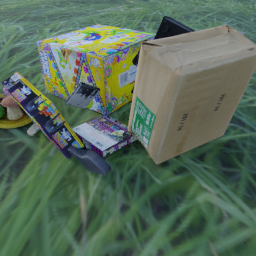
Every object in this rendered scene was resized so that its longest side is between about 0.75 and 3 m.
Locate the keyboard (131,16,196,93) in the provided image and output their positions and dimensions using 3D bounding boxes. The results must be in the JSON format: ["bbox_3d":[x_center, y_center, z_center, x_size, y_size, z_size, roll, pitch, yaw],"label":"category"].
[{"bbox_3d":[0.755,-1.696,7.222,1.316,2.191,0.281,34,31,15],"label":"keyboard"}]

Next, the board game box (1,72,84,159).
[{"bbox_3d":[-1.965,-0.301,6.415,0.522,1.520,1.839,-41,48,-15],"label":"board game box"}]

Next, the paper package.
[{"bbox_3d":[1.325,-0.736,6.165,2.338,2.453,1.269,-19,50,-26],"label":"paper package"}]

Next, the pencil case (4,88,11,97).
[{"bbox_3d":[-3.506,-1.177,8.296,0.347,0.347,0.794,-14,29,-20],"label":"pencil case"}]

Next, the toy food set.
[{"bbox_3d":[-3.269,-0.663,7.794,2.350,0.767,1.382,13,35,18],"label":"toy food set"}]

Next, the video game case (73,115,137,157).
[{"bbox_3d":[-0.584,0.149,7.018,1.157,0.229,1.276,-27,41,-37],"label":"video game case"}]

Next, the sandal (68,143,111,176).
[{"bbox_3d":[-0.697,0.568,5.410,0.360,0.639,1.680,-47,23,-18],"label":"sandal"}]

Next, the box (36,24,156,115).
[{"bbox_3d":[-0.830,-2.097,9.107,2.755,1.745,2.860,22,39,32],"label":"box"}]

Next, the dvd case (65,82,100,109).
[{"bbox_3d":[-1.211,-0.854,7.498,0.616,0.820,0.101,14,45,-40],"label":"dvd case"}]
